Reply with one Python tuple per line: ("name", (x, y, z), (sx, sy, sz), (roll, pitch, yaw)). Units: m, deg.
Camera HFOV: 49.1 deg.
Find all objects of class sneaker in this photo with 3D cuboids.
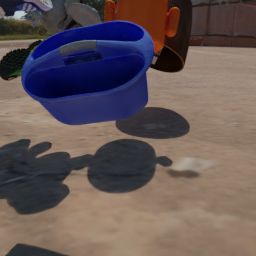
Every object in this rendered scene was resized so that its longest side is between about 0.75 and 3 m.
("sneaker", (-2.788, -1.806, 8.083), (0.828, 0.904, 2.121), (24, 39, 15))
("sneaker", (-1.781, -2.026, 4.472), (0.805, 0.443, 1.099), (-15, 12, 13))

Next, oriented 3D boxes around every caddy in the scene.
("caddy", (-0.612, -0.943, 4.478), (2.141, 1.124, 1.514), (-7, 59, 11))

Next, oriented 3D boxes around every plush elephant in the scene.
("plush elephant", (-1.396, -2.840, 7.903), (1.933, 2.056, 2.497), (44, 44, 2))

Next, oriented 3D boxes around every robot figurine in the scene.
("robot figurine", (0.422, -3.299, 8.496), (1.929, 2.683, 1.564), (5, 0, 37))

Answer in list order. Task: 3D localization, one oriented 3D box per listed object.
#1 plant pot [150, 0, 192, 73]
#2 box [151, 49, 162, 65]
("plant pot", (1.504, -3.832, 10.859), (2.352, 2.517, 2.352), (23, -10, 4))
("box", (0.845, -3.015, 10.689), (0.837, 0.478, 0.910), (26, 60, -2))
